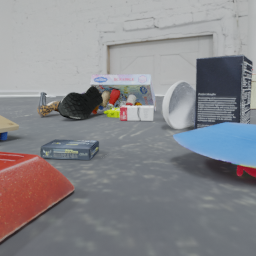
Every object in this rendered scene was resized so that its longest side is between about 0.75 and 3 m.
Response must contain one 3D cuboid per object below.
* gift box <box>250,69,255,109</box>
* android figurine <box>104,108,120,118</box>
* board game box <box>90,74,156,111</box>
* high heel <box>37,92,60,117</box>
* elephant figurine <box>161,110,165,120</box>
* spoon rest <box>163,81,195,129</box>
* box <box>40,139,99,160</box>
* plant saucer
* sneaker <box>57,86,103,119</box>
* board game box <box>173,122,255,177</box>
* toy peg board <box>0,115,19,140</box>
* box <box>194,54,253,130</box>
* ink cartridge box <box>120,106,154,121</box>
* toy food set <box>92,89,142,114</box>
[{"bbox_3d":[6.230,-2.251,16.041,2.411,2.251,2.225,0,8,-7],"label":"gift box"},{"bbox_3d":[-0.210,-0.658,11.788,1.658,0.341,1.509,-5,9,-36],"label":"android figurine"},{"bbox_3d":[-0.106,-1.622,13.368,2.695,0.556,2.702,2,-21,11],"label":"board game box"},{"bbox_3d":[-3.182,-0.660,11.975,0.592,1.182,1.659,-22,-36,26],"label":"high heel"},{"bbox_3d":[1.724,-0.676,9.993,0.722,0.792,1.021,-13,16,46],"label":"elephant figurine"},{"bbox_3d":[1.911,-0.590,8.601,0.849,1.392,2.802,13,2,35],"label":"spoon rest"},{"bbox_3d":[-1.019,0.378,5.039,0.887,0.226,0.699,1,9,6],"label":"box"},{"bbox_3d":[-2.271,0.619,2.470,2.662,0.490,2.667,2,9,19],"label":"plant saucer"},{"bbox_3d":[-2.094,-0.787,11.239,1.265,1.094,2.889,-27,5,24],"label":"sneaker"},{"bbox_3d":[1.894,0.402,4.283,2.364,0.460,1.868,-11,19,-40],"label":"board game box"},{"bbox_3d":[-3.395,0.094,6.322,1.241,0.610,1.246,23,20,28],"label":"toy peg board"},{"bbox_3d":[2.649,-0.887,7.665,1.221,1.966,1.982,5,9,29],"label":"box"},{"bbox_3d":[0.346,-0.555,10.445,1.229,0.509,0.902,1,8,6],"label":"ink cartridge box"},{"bbox_3d":[-0.518,-0.997,12.521,2.180,0.981,1.041,15,-30,8],"label":"toy food set"}]
